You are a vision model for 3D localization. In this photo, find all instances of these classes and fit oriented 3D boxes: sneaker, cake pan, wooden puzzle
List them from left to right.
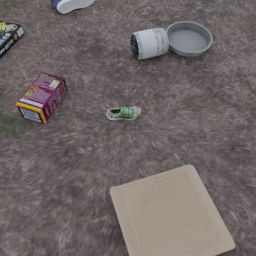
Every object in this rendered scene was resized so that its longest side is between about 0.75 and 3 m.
[{"bbox_3d":[-3.084,-7.173,15.090,2.318,0.934,1.697,-29,63,-14],"label":"sneaker"},{"bbox_3d":[-0.138,-0.582,10.369,1.364,0.604,0.524,-8,76,-3],"label":"sneaker"},{"bbox_3d":[1.203,2.608,8.185,2.950,0.549,2.729,-12,54,-14],"label":"wooden puzzle"},{"bbox_3d":[2.804,-4.145,13.101,2.203,0.404,2.203,1,58,-2],"label":"cake pan"}]

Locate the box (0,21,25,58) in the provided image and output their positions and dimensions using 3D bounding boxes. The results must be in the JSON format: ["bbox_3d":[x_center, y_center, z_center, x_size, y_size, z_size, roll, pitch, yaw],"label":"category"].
[{"bbox_3d":[-6.182,-4.239,13.196,1.693,0.516,2.101,14,55,14],"label":"box"}]

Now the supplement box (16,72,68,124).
[{"bbox_3d":[-3.242,-1.182,10.754,1.028,0.798,1.862,17,55,12],"label":"supplement box"}]

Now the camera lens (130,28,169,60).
[{"bbox_3d":[0.913,-3.723,12.392,1.477,1.181,1.181,-14,55,-10],"label":"camera lens"}]
